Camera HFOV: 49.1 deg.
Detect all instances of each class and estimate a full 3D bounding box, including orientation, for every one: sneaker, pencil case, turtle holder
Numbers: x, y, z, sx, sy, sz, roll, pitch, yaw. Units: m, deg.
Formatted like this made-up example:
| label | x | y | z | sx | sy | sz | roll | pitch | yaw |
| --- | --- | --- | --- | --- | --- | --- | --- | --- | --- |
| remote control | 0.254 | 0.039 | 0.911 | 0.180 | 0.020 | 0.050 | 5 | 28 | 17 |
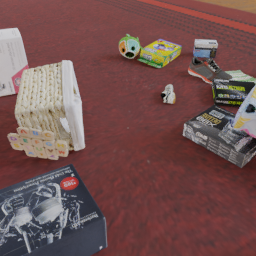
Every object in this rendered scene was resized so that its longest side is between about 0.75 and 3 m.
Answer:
| label | x | y | z | sx | sy | sz | roll | pitch | yaw |
| --- | --- | --- | --- | --- | --- | --- | --- | --- | --- |
| sneaker | 1.191 | -1.075 | 8.594 | 0.401 | 0.346 | 0.915 | -1 | 34 | -1 |
| pencil case | 3.635 | 0.140 | 5.549 | 2.968 | 1.234 | 1.346 | 32 | 6 | 18 |
| turtle holder | 0.128 | -3.158 | 11.297 | 0.814 | 1.072 | 0.761 | -22 | 55 | 28 |
| sneaker | 2.812 | -2.017 | 9.614 | 1.725 | 0.706 | 0.665 | 29 | 44 | 34 |

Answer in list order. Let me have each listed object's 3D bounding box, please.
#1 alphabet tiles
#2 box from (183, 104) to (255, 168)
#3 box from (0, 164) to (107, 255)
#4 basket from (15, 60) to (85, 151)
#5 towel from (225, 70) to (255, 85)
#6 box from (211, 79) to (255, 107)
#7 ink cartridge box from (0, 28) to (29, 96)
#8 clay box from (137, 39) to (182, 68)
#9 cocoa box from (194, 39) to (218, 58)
| label | x | y | z | sx | sy | sz | roll | pitch | yaw |
| --- | --- | --- | --- | --- | --- | --- | --- | --- | --- |
| alphabet tiles | -1.852 | 0.366 | 5.828 | 1.186 | 1.160 | 0.087 | 9 | 56 | -3 |
| box | 2.388 | 0.124 | 6.809 | 1.303 | 0.411 | 1.653 | -28 | 44 | -33 |
| box | -1.311 | 1.499 | 4.520 | 1.526 | 0.794 | 1.390 | -19 | 40 | -24 |
| basket | -1.797 | -0.521 | 6.675 | 1.256 | 1.380 | 2.036 | -10 | 41 | -4 |
| towel | 3.898 | -1.743 | 9.678 | 0.833 | 0.128 | 1.093 | -9 | 36 | -20 |
| box | 3.300 | -1.084 | 8.632 | 1.327 | 0.315 | 1.281 | 6 | 38 | 8 |
| ink cartridge box | -4.324 | -1.851 | 8.431 | 2.450 | 1.795 | 1.014 | -15 | 39 | -19 |
| clay box | 1.271 | -2.989 | 11.162 | 1.054 | 0.436 | 1.834 | 26 | 41 | 21 |
| cocoa box | 3.174 | -3.268 | 11.519 | 0.871 | 0.572 | 0.581 | 5 | 35 | 6 |
